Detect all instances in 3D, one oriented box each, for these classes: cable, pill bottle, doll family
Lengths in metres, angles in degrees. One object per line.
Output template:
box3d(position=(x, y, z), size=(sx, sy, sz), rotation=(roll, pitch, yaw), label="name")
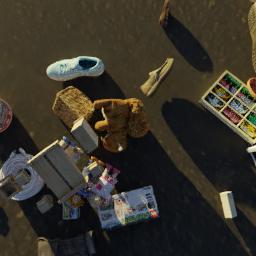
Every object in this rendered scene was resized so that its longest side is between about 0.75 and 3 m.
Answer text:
box3d(position=(-3.436, 1.582, 9.139), size=(1.462, 0.506, 1.462), rotation=(37, 82, 6), label="cable")
box3d(position=(-4.618, -0.587, 8.673), size=(1.264, 2.183, 1.264), rotation=(0, 80, 0), label="pill bottle")
box3d(position=(-1.595, 1.583, 8.926), size=(2.612, 1.177, 1.621), rotation=(32, 74, -7), label="doll family")

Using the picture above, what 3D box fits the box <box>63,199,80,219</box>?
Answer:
box3d(position=(-1.847, 2.457, 9.145), size=(0.531, 0.168, 0.966), rotation=(-3, 79, -1), label="box")

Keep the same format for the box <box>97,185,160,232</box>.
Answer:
box3d(position=(-0.017, 2.579, 9.039), size=(1.873, 0.325, 1.031), rotation=(-13, 80, -2), label="box")

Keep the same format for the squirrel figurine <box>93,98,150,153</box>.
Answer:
box3d(position=(-0.159, -0.063, 9.108), size=(1.777, 1.258, 1.659), rotation=(-7, 86, 1), label="squirrel figurine")

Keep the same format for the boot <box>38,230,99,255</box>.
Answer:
box3d(position=(-1.766, 4.301, 8.607), size=(1.925, 0.766, 2.211), rotation=(-16, 76, 3), label="boot")

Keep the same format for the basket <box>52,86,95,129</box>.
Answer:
box3d(position=(-1.836, -0.677, 9.609), size=(1.244, 0.927, 0.888), rotation=(43, 50, 7), label="basket")

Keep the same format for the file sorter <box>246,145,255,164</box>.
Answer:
box3d(position=(5.170, 0.778, 8.851), size=(1.999, 1.387, 1.245), rotation=(-23, 83, -4), label="file sorter")

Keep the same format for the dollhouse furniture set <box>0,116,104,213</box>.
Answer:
box3d(position=(-2.143, 1.229, 8.477), size=(2.997, 1.327, 1.553), rotation=(-36, 102, 1), label="dollhouse furniture set")

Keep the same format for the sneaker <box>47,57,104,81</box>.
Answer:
box3d(position=(-1.857, -2.153, 9.656), size=(2.014, 0.825, 0.744), rotation=(-9, 79, -2), label="sneaker")

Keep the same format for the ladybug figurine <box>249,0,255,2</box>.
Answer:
box3d(position=(4.798, -4.997, 10.447), size=(0.552, 0.292, 0.813), rotation=(43, 82, 7), label="ladybug figurine")

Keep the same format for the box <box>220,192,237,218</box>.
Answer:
box3d(position=(3.241, 2.471, 9.031), size=(0.323, 0.269, 0.786), rotation=(0, 77, -38), label="box")

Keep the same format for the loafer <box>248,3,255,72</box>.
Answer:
box3d(position=(4.906, -3.026, 9.672), size=(1.003, 1.111, 2.937), rotation=(-3, 79, 6), label="loafer")

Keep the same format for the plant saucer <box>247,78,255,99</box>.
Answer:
box3d(position=(4.564, -1.217, 9.559), size=(1.184, 0.191, 1.184), rotation=(14, 50, -17), label="plant saucer")

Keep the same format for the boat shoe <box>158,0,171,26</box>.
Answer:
box3d(position=(1.406, -4.206, 10.287), size=(0.344, 0.344, 0.979), rotation=(15, 88, 8), label="boat shoe")

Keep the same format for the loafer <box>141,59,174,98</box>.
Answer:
box3d(position=(1.008, -1.784, 9.601), size=(0.539, 0.608, 1.598), rotation=(35, 84, 9), label="loafer")

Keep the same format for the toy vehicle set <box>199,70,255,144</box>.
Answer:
box3d(position=(3.817, -0.730, 9.660), size=(2.315, 0.307, 1.438), rotation=(41, 82, 7), label="toy vehicle set")
